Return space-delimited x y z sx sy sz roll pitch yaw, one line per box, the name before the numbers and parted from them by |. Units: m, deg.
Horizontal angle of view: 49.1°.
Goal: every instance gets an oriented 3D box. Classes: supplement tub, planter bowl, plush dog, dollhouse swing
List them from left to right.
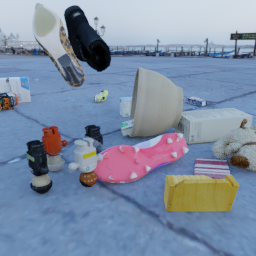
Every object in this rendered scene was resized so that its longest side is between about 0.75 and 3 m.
supplement tub | -6.290 -1.319 14.007 0.866 0.866 1.414 14 23 36
planter bowl | 1.025 -0.835 10.244 1.693 2.516 2.516 7 18 -3
dollhouse swing | 1.493 1.155 6.208 1.368 1.244 1.203 0 39 1
plush dog | 3.386 0.612 7.904 1.569 1.259 1.348 0 42 -15

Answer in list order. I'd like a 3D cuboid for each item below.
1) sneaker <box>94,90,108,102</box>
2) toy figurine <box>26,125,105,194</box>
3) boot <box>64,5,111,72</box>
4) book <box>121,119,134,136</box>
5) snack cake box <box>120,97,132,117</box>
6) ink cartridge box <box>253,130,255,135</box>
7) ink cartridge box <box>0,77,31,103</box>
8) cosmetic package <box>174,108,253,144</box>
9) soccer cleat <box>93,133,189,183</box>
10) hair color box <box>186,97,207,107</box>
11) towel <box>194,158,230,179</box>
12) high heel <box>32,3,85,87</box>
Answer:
sneaker | -1.439 -1.765 16.076 0.539 0.532 1.410 14 32 17
toy figurine | -1.491 0.750 7.052 1.815 1.283 1.844 -3 16 1
boot | -1.558 -3.081 11.301 1.112 2.913 2.447 -25 64 -11
book | 0.565 -0.173 10.443 1.588 0.382 1.061 -16 16 7
snack cake box | 0.358 -1.049 13.230 1.453 0.835 0.488 -8 20 -22
ink cartridge box | 4.486 0.428 9.440 0.771 0.431 1.130 2 20 6
ink cartridge box | -6.480 -2.104 15.607 1.880 1.359 0.792 -6 19 -18
cosmetic package | 3.094 -0.116 10.319 2.465 0.901 1.276 -3 19 -13
soccer cleat | 0.314 0.828 7.747 2.984 0.995 1.141 -16 -7 -28
hair color box | 3.723 -1.442 15.255 0.533 0.322 1.065 -12 22 -32
towel | 2.308 1.144 7.723 0.926 0.146 1.285 3 17 15
high heel | -1.998 -2.305 8.118 0.835 2.338 1.667 -26 -15 -3
